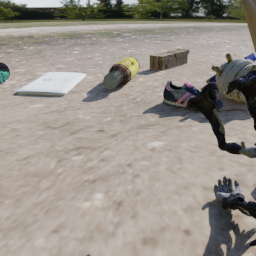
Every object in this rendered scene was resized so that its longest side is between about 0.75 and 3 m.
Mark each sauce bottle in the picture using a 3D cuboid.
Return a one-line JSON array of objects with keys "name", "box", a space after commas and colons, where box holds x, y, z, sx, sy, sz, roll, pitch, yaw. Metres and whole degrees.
[{"name": "sauce bottle", "box": [-0.223, -2.104, 10.702, 0.871, 0.871, 2.691, 6, 25, 13]}]

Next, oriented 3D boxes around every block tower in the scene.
[{"name": "block tower", "box": [2.066, -3.356, 13.648, 0.669, 0.716, 2.477, 21, 33, 38]}]

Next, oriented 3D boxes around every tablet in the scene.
[{"name": "tablet", "box": [-2.814, -1.758, 10.739, 1.799, 0.189, 2.765, 3, 24, 7]}]

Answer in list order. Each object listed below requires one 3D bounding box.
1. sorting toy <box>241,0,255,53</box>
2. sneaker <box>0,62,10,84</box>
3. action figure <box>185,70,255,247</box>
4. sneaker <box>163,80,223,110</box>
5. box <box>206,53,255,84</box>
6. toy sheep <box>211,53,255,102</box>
[{"name": "sorting toy", "box": [2.178, -1.762, 3.895, 0.370, 1.879, 2.030, 22, 76, 43]}, {"name": "sneaker", "box": [-5.562, -1.900, 10.254, 1.062, 0.903, 2.427, 7, 25, 26]}, {"name": "action figure", "box": [1.982, 0.549, 3.974, 1.601, 2.694, 1.375, -25, -15, 4]}, {"name": "sneaker", "box": [1.915, -0.987, 8.349, 1.834, 0.752, 0.643, 11, 27, 22]}, {"name": "box", "box": [3.913, -2.205, 10.233, 1.957, 0.317, 1.185, -28, 2, 40]}, {"name": "toy sheep", "box": [3.481, -1.575, 8.871, 1.458, 1.458, 2.114, -14, 43, -28]}]
